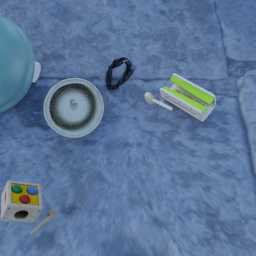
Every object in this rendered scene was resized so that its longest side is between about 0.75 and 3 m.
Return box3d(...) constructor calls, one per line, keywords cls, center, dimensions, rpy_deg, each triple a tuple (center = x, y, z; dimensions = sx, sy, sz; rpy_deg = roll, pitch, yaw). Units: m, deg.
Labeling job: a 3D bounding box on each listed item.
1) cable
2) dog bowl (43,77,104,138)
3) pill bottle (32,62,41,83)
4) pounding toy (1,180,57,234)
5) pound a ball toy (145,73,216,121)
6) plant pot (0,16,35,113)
box3d(cls="cable", center=(-0.340, -1.637, 8.442), dimensions=(1.102, 0.280, 0.899), rpy_deg=(-50, 56, 12))
box3d(cls="dog bowl", center=(-1.470, -0.562, 7.475), dimensions=(1.594, 1.594, 0.588), rpy_deg=(-28, 22, -14))
box3d(cls="pill bottle", center=(-3.403, -1.881, 8.497), dimensions=(1.304, 0.743, 0.743), rpy_deg=(18, 62, -1))
box3d(cls="pounding toy", center=(-1.985, 1.641, 5.839), dimensions=(1.121, 0.513, 0.985), rpy_deg=(16, 27, -31))
box3d(cls="pound a ball toy", center=(1.460, -0.749, 7.963), dimensions=(1.692, 0.719, 1.103), rpy_deg=(35, 79, 29))
box3d(cls="plant pot", center=(-4.215, -1.836, 7.188), dimensions=(2.964, 1.986, 2.964), rpy_deg=(0, 89, 3))
